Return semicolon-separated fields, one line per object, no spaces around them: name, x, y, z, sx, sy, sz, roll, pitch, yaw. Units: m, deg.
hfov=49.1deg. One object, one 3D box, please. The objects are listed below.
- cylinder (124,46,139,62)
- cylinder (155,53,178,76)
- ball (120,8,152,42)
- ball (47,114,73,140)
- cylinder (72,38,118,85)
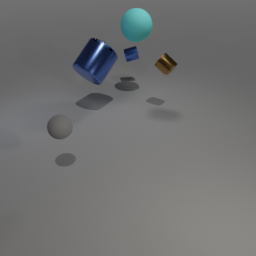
cylinder;0.186;-3.974;15.037;0.700;0.700;0.700;-14;28;6
cylinder;1.600;-2.655;11.752;0.700;0.700;0.700;44;39;2
ball;0.366;-4.521;12.340;1.400;1.400;1.400;0;29;0
ball;-1.894;-0.029;7.795;0.700;0.700;0.700;0;29;0
cylinder;-1.366;-2.747;11.658;1.400;1.400;1.400;26;80;38
